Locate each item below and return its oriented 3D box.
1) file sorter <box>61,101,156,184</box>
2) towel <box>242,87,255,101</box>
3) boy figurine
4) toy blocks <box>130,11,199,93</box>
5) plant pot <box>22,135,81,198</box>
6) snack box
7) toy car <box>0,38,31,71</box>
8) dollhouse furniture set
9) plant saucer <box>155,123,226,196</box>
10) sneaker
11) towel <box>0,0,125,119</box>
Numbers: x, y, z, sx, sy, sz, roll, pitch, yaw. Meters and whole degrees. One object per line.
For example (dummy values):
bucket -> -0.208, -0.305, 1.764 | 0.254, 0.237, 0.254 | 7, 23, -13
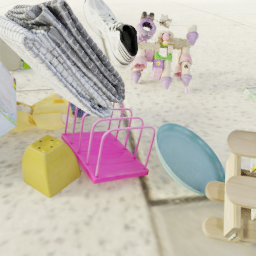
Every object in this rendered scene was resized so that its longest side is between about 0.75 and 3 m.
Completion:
file sorter -> -0.492, 0.116, 6.490 | 1.387, 1.252, 1.996 | -3, 28, -33
towel -> 4.831, -1.128, 9.799 | 1.043, 0.215, 1.399 | -9, 33, -13
boy figurine -> -2.084, -0.602, 8.067 | 2.952, 0.951, 1.836 | -10, 34, -8
toy blocks -> 1.298, -2.420, 10.230 | 2.359, 2.524, 2.125 | 6, 73, -5
plant pot -> -1.690, 0.719, 6.058 | 0.931, 0.959, 0.938 | 20, 36, 30
snack box -> -4.025, -0.362, 6.880 | 2.465, 0.989, 2.923 | -34, 37, 0
toy car -> -5.382, -3.489, 12.536 | 1.754, 1.685, 2.135 | -3, 19, -26
dollhouse furniture set -> 1.332, 1.361, 4.158 | 1.464, 1.932, 2.204 | 8, 59, 10
plant saucer -> 1.321, 0.680, 6.071 | 1.884, 0.258, 1.884 | 24, 36, -20
sneaker -> -0.318, -2.625, 7.069 | 0.782, 2.072, 1.192 | -33, 5, -22
towel -> -0.854, -0.907, 3.630 | 0.674, 1.575, 1.304 | -50, 44, -8
